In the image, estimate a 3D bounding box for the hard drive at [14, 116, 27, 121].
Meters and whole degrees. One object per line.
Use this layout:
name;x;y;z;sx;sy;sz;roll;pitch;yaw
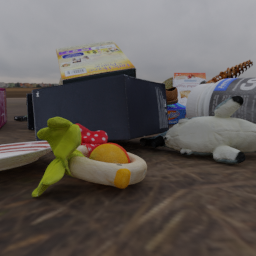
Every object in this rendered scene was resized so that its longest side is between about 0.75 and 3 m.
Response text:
hard drive;-4.136;-0.412;11.687;0.686;0.186;0.982;7;11;44

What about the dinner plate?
dinner plate;-2.126;0.465;4.277;2.179;0.264;2.179;-8;3;0

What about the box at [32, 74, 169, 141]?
box;-0.532;-0.354;6.282;2.298;1.196;2.092;-4;1;29

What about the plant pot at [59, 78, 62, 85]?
plant pot;-1.705;-1.657;13.680;2.398;2.620;2.620;15;12;17

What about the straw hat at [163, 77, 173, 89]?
straw hat;2.629;-1.219;13.626;2.768;2.768;1.172;-3;49;-20

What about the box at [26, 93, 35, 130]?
box;-2.113;-0.632;9.564;1.977;1.218;1.961;1;6;4

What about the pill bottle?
pill bottle;2.864;-0.433;6.739;1.569;1.569;2.759;-6;9;-37

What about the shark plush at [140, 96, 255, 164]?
shark plush;1.395;0.353;5.538;2.566;1.166;1.069;-19;-23;29

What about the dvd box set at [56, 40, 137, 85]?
dvd box set;-1.077;-1.974;8.471;2.016;0.405;2.756;-13;35;-11

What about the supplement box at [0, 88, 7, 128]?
supplement box;-5.084;-0.690;9.327;1.722;1.358;2.631;-2;8;-16

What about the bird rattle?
bird rattle;-0.451;0.491;3.860;1.436;0.993;1.762;14;-1;17

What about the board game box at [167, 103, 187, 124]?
board game box;0.810;-0.862;11.224;2.109;0.624;2.773;-4;21;-28

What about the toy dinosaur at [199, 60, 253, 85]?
toy dinosaur;2.922;-0.984;9.109;1.438;1.910;2.815;-16;-30;-13

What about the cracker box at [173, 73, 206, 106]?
cracker box;2.704;-1.410;12.193;1.411;2.107;0.608;0;-26;4

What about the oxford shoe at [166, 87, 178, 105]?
oxford shoe;0.957;-1.086;9.845;1.852;0.660;0.660;-17;32;-26
